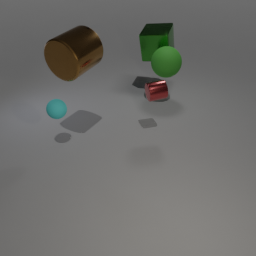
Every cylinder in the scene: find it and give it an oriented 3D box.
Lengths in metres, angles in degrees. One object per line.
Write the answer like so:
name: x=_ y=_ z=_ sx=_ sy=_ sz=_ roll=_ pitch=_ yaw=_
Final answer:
cylinder: x=1.058 y=-1.395 z=10.465 sx=0.700 sy=0.700 sz=0.700 roll=-13 pitch=33 yaw=-9
cylinder: x=-1.750 y=-2.445 z=9.153 sx=1.400 sy=1.400 sz=1.400 roll=17 pitch=42 yaw=25

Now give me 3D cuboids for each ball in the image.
ball: x=-2.462 y=-0.654 z=9.661 sx=0.700 sy=0.700 sz=0.700 roll=0 pitch=31 yaw=0
ball: x=1.749 y=-3.004 z=12.781 sx=1.400 sy=1.400 sz=1.400 roll=0 pitch=31 yaw=0

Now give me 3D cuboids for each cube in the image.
cube: x=1.457 y=-4.240 z=13.857 sx=1.400 sy=1.400 sz=1.400 roll=5 pitch=42 yaw=19
